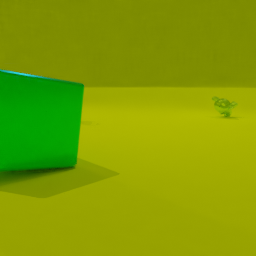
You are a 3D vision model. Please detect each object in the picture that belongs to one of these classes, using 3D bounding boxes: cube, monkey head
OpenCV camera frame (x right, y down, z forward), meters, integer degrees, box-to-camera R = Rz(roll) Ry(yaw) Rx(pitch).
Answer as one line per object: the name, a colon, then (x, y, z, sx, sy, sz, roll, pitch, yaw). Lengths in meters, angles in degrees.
cube: (-1.635, -0.133, 4.390, 1.321, 1.321, 1.321, 3, 5, -42)
monkey head: (3.816, -0.894, 10.891, 0.848, 0.710, 1.179, -37, 35, 0)
